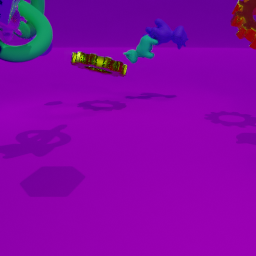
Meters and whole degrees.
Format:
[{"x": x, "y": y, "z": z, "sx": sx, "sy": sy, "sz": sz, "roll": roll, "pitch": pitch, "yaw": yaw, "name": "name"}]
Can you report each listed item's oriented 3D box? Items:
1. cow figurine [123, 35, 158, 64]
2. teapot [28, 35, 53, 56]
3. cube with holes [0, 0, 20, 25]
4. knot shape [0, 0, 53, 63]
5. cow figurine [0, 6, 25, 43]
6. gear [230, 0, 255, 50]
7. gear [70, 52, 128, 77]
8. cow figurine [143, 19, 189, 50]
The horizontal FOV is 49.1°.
[{"x": 0.495, "y": -3.174, "z": 11.308, "sx": 1.216, "sy": 1.236, "sz": 0.678, "roll": 19, "pitch": 23, "yaw": 7, "name": "cow figurine"}, {"x": -3.105, "y": -2.981, "z": 10.007, "sx": 0.618, "sy": 0.785, "sz": 1.263, "roll": 52, "pitch": 16, "yaw": 20, "name": "teapot"}, {"x": -1.383, "y": -1.705, "z": 2.756, "sx": 0.786, "sy": 0.786, "sz": 0.786, "roll": 25, "pitch": -18, "yaw": -23, "name": "cube with holes"}, {"x": -2.209, "y": -2.337, "z": 5.505, "sx": 0.906, "sy": 1.961, "sz": 1.835, "roll": -23, "pitch": 22, "yaw": 32, "name": "knot shape"}, {"x": -2.464, "y": -1.854, "z": 4.568, "sx": 1.286, "sy": 0.706, "sz": 1.265, "roll": -1, "pitch": -12, "yaw": 41, "name": "cow figurine"}, {"x": 3.586, "y": -2.709, "z": 7.223, "sx": 1.804, "sy": 1.804, "sz": 0.334, "roll": -3, "pitch": -26, "yaw": -9, "name": "gear"}, {"x": -1.038, "y": -2.282, "z": 10.167, "sx": 2.024, "sy": 0.374, "sz": 2.024, "roll": 12, "pitch": 3, "yaw": -1, "name": "gear"}, {"x": 1.567, "y": -3.723, "z": 11.410, "sx": 1.544, "sy": 0.861, "sz": 1.569, "roll": 28, "pitch": -18, "yaw": -22, "name": "cow figurine"}]
